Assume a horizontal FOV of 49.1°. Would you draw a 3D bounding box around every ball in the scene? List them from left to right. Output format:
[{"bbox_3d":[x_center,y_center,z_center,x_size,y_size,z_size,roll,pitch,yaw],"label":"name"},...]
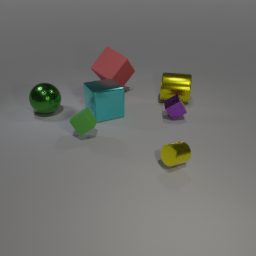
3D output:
[{"bbox_3d":[-3.702,-1.321,12.546,1.400,1.400,1.400,0,28,0],"label":"ball"}]

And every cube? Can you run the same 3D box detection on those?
[{"bbox_3d":[-1.679,-0.253,10.636,0.700,0.700,0.700,-31,16,13],"label":"cube"},{"bbox_3d":[-1.067,-1.254,12.446,1.400,1.400,1.400,-13,31,-23],"label":"cube"},{"bbox_3d":[-0.741,-2.965,14.198,1.400,1.400,1.400,36,-2,24],"label":"cube"},{"bbox_3d":[2.050,-0.912,12.177,0.700,0.700,0.700,-28,29,20],"label":"cube"}]

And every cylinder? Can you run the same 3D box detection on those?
[{"bbox_3d":[1.513,0.812,8.875,0.700,0.700,0.700,-6,27,-37],"label":"cylinder"},{"bbox_3d":[2.365,-1.989,13.793,1.400,1.400,1.400,6,29,11],"label":"cylinder"}]
